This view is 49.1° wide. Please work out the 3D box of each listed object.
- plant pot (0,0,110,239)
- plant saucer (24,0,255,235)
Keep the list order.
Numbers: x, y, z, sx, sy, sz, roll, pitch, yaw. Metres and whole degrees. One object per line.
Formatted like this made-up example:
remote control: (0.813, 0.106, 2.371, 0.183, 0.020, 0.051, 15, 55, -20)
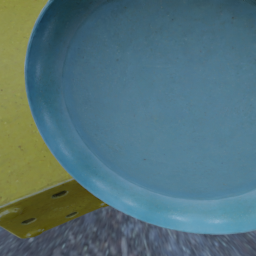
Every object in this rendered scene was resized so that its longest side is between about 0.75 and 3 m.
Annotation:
plant pot: (-0.809, -0.027, 2.625, 1.674, 1.663, 1.712, -21, 63, -14)
plant saucer: (0.111, -0.014, 0.753, 0.821, 0.821, 0.112, 13, 40, 16)
